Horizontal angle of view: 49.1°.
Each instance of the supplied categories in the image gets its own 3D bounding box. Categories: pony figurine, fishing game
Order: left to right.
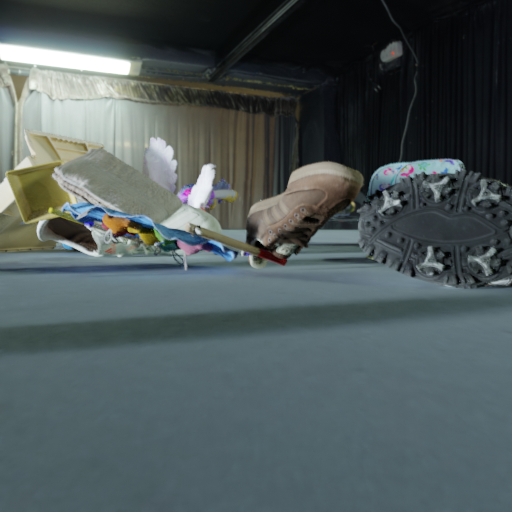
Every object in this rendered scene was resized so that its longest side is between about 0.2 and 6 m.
[{"bbox_3d":[-1.304,-0.185,6.909,3.120,0.485,2.234,9,-8,41],"label":"fishing game"},{"bbox_3d":[-1.391,-1.027,11.039,1.849,2.143,2.220,32,21,31],"label":"pony figurine"}]

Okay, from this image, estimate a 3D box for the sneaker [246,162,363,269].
[{"bbox_3d":[0.490,-0.358,6.193,0.719,0.771,2.042,14,-17,-20],"label":"sneaker"}]

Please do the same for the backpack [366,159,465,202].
[{"bbox_3d":[4.044,-1.353,14.213,2.461,2.185,1.853,-1,-12,11],"label":"backpack"}]

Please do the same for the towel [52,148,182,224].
[{"bbox_3d":[-2.079,-1.019,8.545,1.754,0.302,1.162,31,37,5],"label":"towel"}]

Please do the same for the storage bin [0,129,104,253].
[{"bbox_3d":[-4.346,-1.195,11.134,2.428,1.138,2.411,-35,-10,20],"label":"storage bin"}]

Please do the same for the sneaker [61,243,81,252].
[{"bbox_3d":[-3.029,-0.701,11.703,1.092,1.222,2.982,2,5,17],"label":"sneaker"}]

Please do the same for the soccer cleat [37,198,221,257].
[{"bbox_3d":[-2.184,-0.387,9.698,3.113,1.079,1.207,7,34,4],"label":"soccer cleat"}]

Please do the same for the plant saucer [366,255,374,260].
[{"bbox_3d":[2.776,-0.091,8.427,2.195,0.341,2.195,1,3,0],"label":"plant saucer"}]

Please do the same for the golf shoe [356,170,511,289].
[{"bbox_3d":[2.472,-0.123,5.394,2.929,1.139,1.384,4,-12,26],"label":"golf shoe"}]

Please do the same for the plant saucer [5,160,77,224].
[{"bbox_3d":[-3.296,-1.018,8.715,0.882,0.882,0.214,-14,29,-6],"label":"plant saucer"}]
